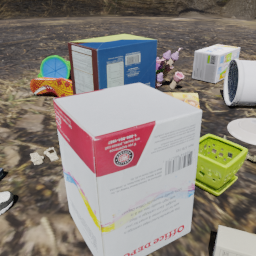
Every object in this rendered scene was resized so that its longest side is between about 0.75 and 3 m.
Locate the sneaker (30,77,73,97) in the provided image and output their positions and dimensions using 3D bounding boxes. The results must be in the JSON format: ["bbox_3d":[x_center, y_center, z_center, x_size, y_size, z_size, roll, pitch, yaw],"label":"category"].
[{"bbox_3d":[-3.227,-1.958,13.172,2.911,1.062,1.123,16,22,23],"label":"sneaker"}]

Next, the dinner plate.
[{"bbox_3d":[4.745,0.046,10.134,2.166,0.263,2.166,1,26,0],"label":"dinner plate"}]

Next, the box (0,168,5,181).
[{"bbox_3d":[-4.020,1.439,7.332,0.966,0.313,1.225,7,29,11],"label":"box"}]

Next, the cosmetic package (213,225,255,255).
[{"bbox_3d":[2.322,2.383,5.016,1.509,0.781,0.552,11,29,19],"label":"cosmetic package"}]

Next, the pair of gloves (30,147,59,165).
[{"bbox_3d":[-2.597,0.861,8.648,0.794,0.139,0.675,-13,30,-21],"label":"pair of gloves"}]

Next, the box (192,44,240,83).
[{"bbox_3d":[5.027,-3.710,15.888,1.431,1.588,2.824,22,35,36],"label":"box"}]

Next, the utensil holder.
[{"bbox_3d":[5.563,-1.887,12.024,2.337,1.986,1.986,3,27,1],"label":"utensil holder"}]

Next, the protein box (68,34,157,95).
[{"bbox_3d":[-0.540,-1.995,11.147,2.869,2.890,1.950,-22,34,-35],"label":"protein box"}]

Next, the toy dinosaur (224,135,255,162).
[{"bbox_3d":[3.323,0.670,8.749,0.775,0.417,1.759,4,23,-26],"label":"toy dinosaur"}]

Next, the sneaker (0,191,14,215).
[{"bbox_3d":[-3.422,1.764,6.403,1.545,0.618,0.570,-16,30,-31],"label":"sneaker"}]

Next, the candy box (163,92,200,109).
[{"bbox_3d":[1.602,-0.675,10.215,1.988,1.148,0.550,-1,-15,-12],"label":"candy box"}]

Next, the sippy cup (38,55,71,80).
[{"bbox_3d":[-3.721,-3.111,15.021,2.017,1.584,1.478,13,16,-2],"label":"sippy cup"}]

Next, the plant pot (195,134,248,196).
[{"bbox_3d":[2.248,0.995,7.347,1.200,1.095,1.206,-24,35,-39],"label":"plant pot"}]

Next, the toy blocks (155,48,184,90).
[{"bbox_3d":[1.459,-3.054,13.498,2.079,1.872,2.224,-22,65,-35],"label":"toy blocks"}]

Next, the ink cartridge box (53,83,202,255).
[{"bbox_3d":[-0.065,0.847,5.694,2.104,2.896,2.094,-15,28,-27],"label":"ink cartridge box"}]
